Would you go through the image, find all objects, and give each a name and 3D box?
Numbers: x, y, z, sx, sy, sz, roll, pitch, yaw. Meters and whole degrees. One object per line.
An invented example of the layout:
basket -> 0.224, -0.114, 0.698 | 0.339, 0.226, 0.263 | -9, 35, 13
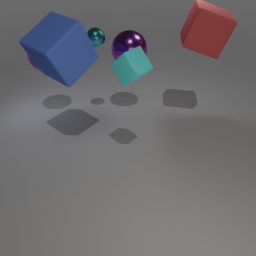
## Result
cube -> 2.835, -3.586, 10.113 | 1.400, 1.400, 1.400 | 18, 37, -7
cube -> -2.020, -2.345, 8.377 | 1.400, 1.400, 1.400 | 30, 72, 32
cube -> 0.098, -1.666, 7.575 | 0.700, 0.700, 0.700 | -36, 6, -40
ball -> -1.172, -3.258, 10.096 | 0.700, 0.700, 0.700 | 0, 32, 0
ball -> 0.052, -3.065, 10.868 | 1.400, 1.400, 1.400 | 0, 32, 0
ball -> -3.139, -2.849, 10.728 | 1.400, 1.400, 1.400 | 0, 32, 0
